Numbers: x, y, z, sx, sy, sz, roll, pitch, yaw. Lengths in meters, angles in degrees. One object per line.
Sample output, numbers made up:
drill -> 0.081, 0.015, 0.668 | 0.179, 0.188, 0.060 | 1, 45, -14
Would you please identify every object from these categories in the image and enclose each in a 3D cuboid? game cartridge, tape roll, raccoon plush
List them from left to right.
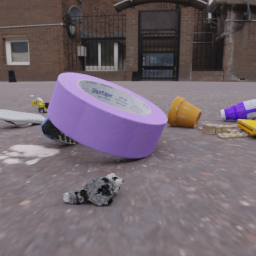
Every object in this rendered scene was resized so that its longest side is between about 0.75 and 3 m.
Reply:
raccoon plush -> -0.466, 0.830, 3.994 | 0.796, 0.385, 0.534 | 1, 4, 8
tape roll -> -0.431, -0.348, 6.211 | 2.517, 0.826, 2.517 | 20, 19, -8
game cartridge -> 4.031, 0.043, 7.877 | 1.516, 0.246, 1.337 | 8, 12, 2

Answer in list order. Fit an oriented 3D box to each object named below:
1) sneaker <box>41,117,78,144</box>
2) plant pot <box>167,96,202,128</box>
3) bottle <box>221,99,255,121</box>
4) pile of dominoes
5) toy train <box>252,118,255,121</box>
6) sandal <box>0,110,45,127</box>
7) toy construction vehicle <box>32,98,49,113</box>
sneaker -> -1.597, -0.051, 7.414 | 1.046, 0.922, 2.347 | -8, 3, 18
plant pot -> 1.843, -0.430, 8.983 | 0.867, 0.947, 0.947 | 23, 20, 23
bottle -> 4.150, -0.618, 9.781 | 1.715, 0.560, 0.716 | -13, 27, 19
pile of dominoes -> 3.078, -0.016, 8.261 | 1.747, 0.278, 1.362 | -5, 12, -19
toy train -> 4.988, -0.359, 9.396 | 1.775, 0.494, 1.333 | 10, 15, 42
sandal -> -3.474, -0.230, 9.077 | 1.782, 0.438, 0.725 | 6, 19, -47
toy construction vehicle -> -3.388, -1.072, 12.637 | 1.450, 0.586, 1.665 | -10, 15, -39
